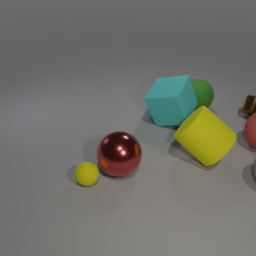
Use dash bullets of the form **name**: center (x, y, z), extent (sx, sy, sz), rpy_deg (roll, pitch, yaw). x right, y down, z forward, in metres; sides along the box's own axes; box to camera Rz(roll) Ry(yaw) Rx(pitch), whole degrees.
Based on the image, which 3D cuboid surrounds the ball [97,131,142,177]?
- **ball**: center (-0.265, 0.797, 8.626), extent (1.400, 1.400, 1.400), rpy_deg (0, 32, 0)

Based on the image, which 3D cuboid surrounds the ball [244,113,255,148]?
- **ball**: center (4.800, 0.089, 9.748), extent (1.400, 1.400, 1.400), rpy_deg (0, 32, 0)

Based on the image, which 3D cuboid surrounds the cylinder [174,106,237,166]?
- **cylinder**: center (2.452, 0.251, 8.967), extent (1.400, 1.400, 1.400), rpy_deg (42, 40, -1)

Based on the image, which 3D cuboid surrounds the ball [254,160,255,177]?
- **ball**: center (4.328, 1.187, 7.935), extent (1.400, 1.400, 1.400), rpy_deg (0, 32, 0)

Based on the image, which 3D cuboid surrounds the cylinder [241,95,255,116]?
- **cylinder**: center (5.196, -0.921, 11.701), extent (0.700, 0.700, 0.700), rpy_deg (21, -1, 0)

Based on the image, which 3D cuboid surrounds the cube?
- **cube**: center (1.721, -1.057, 10.983), extent (1.400, 1.400, 1.400), rpy_deg (0, 42, 35)

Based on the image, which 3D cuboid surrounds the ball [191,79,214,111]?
- **ball**: center (3.005, -1.429, 12.156), extent (1.400, 1.400, 1.400), rpy_deg (0, 32, 0)

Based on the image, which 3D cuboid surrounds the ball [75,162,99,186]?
- **ball**: center (-1.219, 1.365, 8.334), extent (0.700, 0.700, 0.700), rpy_deg (0, 32, 0)
